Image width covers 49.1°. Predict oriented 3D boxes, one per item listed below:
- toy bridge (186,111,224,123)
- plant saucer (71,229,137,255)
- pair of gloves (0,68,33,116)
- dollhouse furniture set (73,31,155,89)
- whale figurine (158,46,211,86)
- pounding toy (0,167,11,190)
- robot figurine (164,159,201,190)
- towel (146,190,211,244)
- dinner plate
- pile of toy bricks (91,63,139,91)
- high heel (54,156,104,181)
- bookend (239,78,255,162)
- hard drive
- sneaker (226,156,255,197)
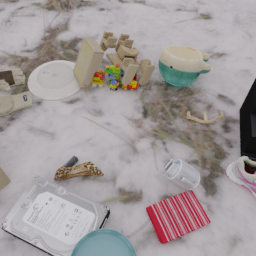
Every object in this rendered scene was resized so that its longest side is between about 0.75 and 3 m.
[{"bbox_3d":[2.482,-0.342,9.045,1.201,0.163,0.404,-1,54,2],"label":"toy bridge"},{"bbox_3d":[-0.545,3.096,6.251,1.593,0.218,1.593,9,62,-16],"label":"plant saucer"},{"bbox_3d":[-4.304,-1.227,9.592,1.768,0.364,2.079,-19,58,-18],"label":"pair of gloves"},{"bbox_3d":[-0.607,-2.254,9.971,2.237,1.456,2.055,-6,50,-36],"label":"dollhouse furniture set"},{"bbox_3d":[2.038,-2.237,10.020,1.872,1.221,2.353,28,35,23],"label":"whale figurine"},{"bbox_3d":[-4.479,1.265,7.032,2.155,1.532,1.983,-38,62,-24],"label":"pounding toy"},{"bbox_3d":[1.477,1.251,7.472,1.086,0.613,0.921,33,16,-16],"label":"robot figurine"},{"bbox_3d":[1.264,2.246,7.173,1.405,0.158,1.016,-17,54,-14],"label":"towel"},{"bbox_3d":[-2.599,-1.829,10.116,2.053,0.249,2.053,-1,53,1],"label":"dinner plate"},{"bbox_3d":[-0.437,-1.891,9.775,1.676,0.827,0.930,8,54,6],"label":"pile of toy bricks"},{"bbox_3d":[-1.348,1.296,7.637,1.281,0.457,0.913,18,47,32],"label":"high heel"},{"bbox_3d":[3.935,-0.345,7.954,0.902,1.959,1.947,10,54,7],"label":"bookend"},{"bbox_3d":[-1.772,2.276,6.990,2.246,0.425,1.569,20,56,15],"label":"hard drive"},{"bbox_3d":[3.515,1.394,7.399,1.776,0.784,0.723,31,60,21],"label":"sneaker"}]
